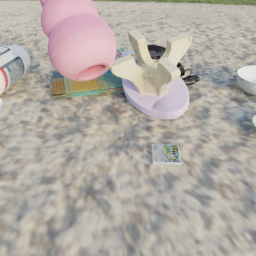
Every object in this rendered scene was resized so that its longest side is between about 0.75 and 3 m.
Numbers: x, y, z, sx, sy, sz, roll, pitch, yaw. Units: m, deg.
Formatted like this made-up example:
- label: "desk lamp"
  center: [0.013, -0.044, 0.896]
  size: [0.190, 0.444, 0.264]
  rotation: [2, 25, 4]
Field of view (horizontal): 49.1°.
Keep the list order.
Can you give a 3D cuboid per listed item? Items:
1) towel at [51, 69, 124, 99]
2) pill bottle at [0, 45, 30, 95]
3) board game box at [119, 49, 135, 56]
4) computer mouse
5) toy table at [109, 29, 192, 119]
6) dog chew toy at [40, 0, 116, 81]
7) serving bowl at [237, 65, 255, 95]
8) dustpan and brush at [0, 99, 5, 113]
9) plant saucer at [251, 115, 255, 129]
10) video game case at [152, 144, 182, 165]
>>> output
- label: "towel"
  center: [-1.360, -1.771, 10.625]
  size: [2.986, 0.324, 2.190]
  rotation: [-7, 33, -9]
- label: "pill bottle"
  center: [-4.599, -2.190, 10.234]
  size: [1.402, 1.402, 2.345]
  rotation: [6, 32, 9]
- label: "board game box"
  center: [-0.009, -3.741, 13.904]
  size: [0.758, 0.098, 0.757]
  rotation: [8, 34, 12]
- label: "computer mouse"
  center: [1.323, -2.334, 11.191]
  size: [2.058, 0.783, 2.972]
  rotation: [-9, 44, -14]
- label: "toy table"
  center: [0.751, -1.778, 8.800]
  size: [2.696, 1.718, 2.933]
  rotation: [-33, 51, -20]
- label: "dog chew toy"
  center: [-1.333, -2.469, 6.731]
  size: [1.617, 1.617, 2.596]
  rotation: [-20, 82, -28]
- label: "serving bowl"
  center: [4.868, -1.588, 9.981]
  size: [1.987, 0.654, 1.987]
  rotation: [-1, 33, 0]
- label: "dustpan and brush"
  center: [-5.302, -0.626, 8.361]
  size: [2.636, 0.754, 1.839]
  rotation: [-5, 33, -7]
- label: "plant saucer"
  center: [4.104, 0.038, 7.697]
  size: [1.392, 0.349, 1.392]
  rotation: [-1, 32, 0]
- label: "video game case"
  center: [0.945, 0.655, 6.975]
  size: [0.690, 0.083, 0.757]
  rotation: [1, 32, 2]
